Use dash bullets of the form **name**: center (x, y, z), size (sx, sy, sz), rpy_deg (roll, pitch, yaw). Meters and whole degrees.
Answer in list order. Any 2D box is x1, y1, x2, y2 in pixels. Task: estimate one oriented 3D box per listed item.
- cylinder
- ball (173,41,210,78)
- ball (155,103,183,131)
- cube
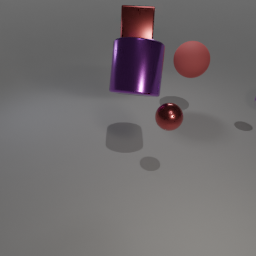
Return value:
- **cylinder**: center (0.240, -1.612, 7.649), size (1.400, 1.400, 1.400), rpy_deg (6, 5, -1)
- **ball**: center (2.475, -2.655, 10.898), size (1.400, 1.400, 1.400), rpy_deg (0, 31, 0)
- **ball**: center (1.025, -0.279, 6.975), size (0.700, 0.700, 0.700), rpy_deg (0, 31, 0)
- **cube**: center (0.405, -4.613, 12.449), size (1.400, 1.400, 1.400), rpy_deg (3, 18, 0)
